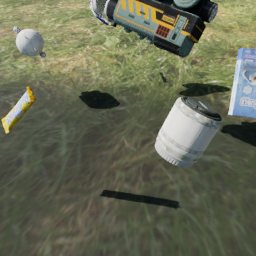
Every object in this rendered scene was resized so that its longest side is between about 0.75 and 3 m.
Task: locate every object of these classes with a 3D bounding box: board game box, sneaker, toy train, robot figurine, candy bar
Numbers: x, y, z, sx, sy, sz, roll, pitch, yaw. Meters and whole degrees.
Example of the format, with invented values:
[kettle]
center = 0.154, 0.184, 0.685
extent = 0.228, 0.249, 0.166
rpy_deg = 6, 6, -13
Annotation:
[board game box]
center = 2.463, -0.732, 4.907
extent = 1.178, 1.173, 0.256
rpy_deg = 7, 7, 2
[sneaker]
center = -1.220, -4.437, 8.589
extent = 1.057, 1.854, 0.672
rpy_deg = 3, 12, 29
[toy train]
center = 0.604, -2.576, 6.065
extent = 2.514, 1.433, 1.071
rpy_deg = 31, 15, 20
[robot figurine]
center = -3.005, -2.625, 8.603
extent = 0.790, 1.187, 1.400
rpy_deg = -49, 26, 1
[candy bar]
center = -1.932, -0.305, 4.926
extent = 0.133, 1.204, 0.300
rpy_deg = -6, 67, -48

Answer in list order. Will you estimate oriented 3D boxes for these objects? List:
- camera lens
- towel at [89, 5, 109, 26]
[camera lens]
center = 0.859, 0.039, 4.030
extent = 0.700, 0.875, 0.700
rpy_deg = 22, 24, -10
[towel]
center = -1.028, -4.007, 9.952
extent = 0.622, 0.101, 0.846
rpy_deg = 22, 32, -44
